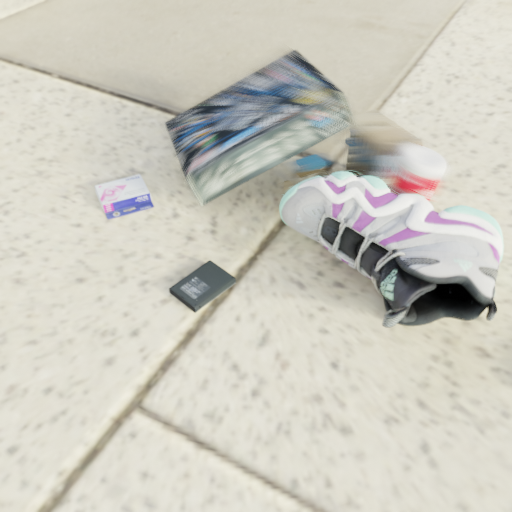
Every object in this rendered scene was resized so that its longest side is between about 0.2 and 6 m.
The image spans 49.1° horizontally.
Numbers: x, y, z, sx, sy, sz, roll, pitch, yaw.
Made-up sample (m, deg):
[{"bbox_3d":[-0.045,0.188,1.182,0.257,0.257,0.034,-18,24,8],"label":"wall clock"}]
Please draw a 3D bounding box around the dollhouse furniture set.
[{"bbox_3d":[1.627,-1.448,9.666,1.871,1.319,1.311,-20,46,-22],"label":"dollhouse furniture set"}]

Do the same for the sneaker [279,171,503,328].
[{"bbox_3d":[1.816,0.063,8.132,3.474,1.350,2.430,11,45,12],"label":"sneaker"}]

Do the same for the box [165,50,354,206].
[{"bbox_3d":[-0.073,-2.433,10.223,3.007,0.692,2.390,-29,40,2],"label":"box"}]

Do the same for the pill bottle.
[{"bbox_3d":[2.464,-1.053,9.069,0.743,1.324,0.743,10,40,-8],"label":"pill bottle"}]

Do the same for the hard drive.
[{"bbox_3d":[-0.818,0.452,8.601,0.600,0.141,0.859,33,53,29],"label":"hard drive"}]

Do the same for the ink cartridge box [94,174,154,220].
[{"bbox_3d":[-2.389,-1.083,10.146,0.876,0.193,0.893,-18,46,-18],"label":"ink cartridge box"}]
